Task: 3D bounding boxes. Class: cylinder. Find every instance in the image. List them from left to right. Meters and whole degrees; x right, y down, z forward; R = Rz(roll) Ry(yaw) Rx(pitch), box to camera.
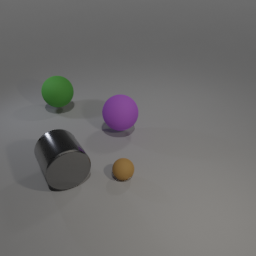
[{"bbox_3d":[-2.053,0.952,8.727,1.400,1.400,1.400,-16,34,-25],"label":"cylinder"}]

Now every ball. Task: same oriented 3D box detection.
[{"bbox_3d":[-3.143,-1.628,12.519,1.400,1.400,1.400,0,31,0],"label":"ball"},{"bbox_3d":[-0.295,-0.595,10.837,1.400,1.400,1.400,0,31,0],"label":"ball"},{"bbox_3d":[-0.148,1.299,8.852,0.700,0.700,0.700,0,31,0],"label":"ball"}]
